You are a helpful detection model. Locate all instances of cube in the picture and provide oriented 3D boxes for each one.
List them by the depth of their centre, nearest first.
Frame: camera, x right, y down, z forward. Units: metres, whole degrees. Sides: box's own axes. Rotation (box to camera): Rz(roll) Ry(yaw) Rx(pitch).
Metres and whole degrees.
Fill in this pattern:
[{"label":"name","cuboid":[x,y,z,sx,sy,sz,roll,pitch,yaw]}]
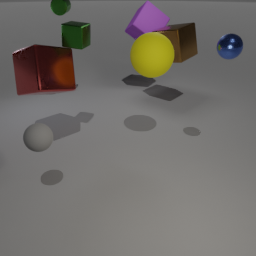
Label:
[{"label":"cube","cuboid":[-1.639,-2.952,8.890,0.700,0.700,0.700,12,30,12]},{"label":"cube","cuboid":[-2.731,-1.839,9.170,1.400,1.400,1.400,0,7,41]},{"label":"cube","cuboid":[2.100,-3.783,12.478,1.400,1.400,1.400,12,35,42]},{"label":"cube","cuboid":[0.920,-5.062,13.791,1.400,1.400,1.400,32,-4,-17]}]

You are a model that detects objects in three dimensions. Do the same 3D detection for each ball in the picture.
[{"label":"ball","cuboid":[-2.173,0.231,6.794,0.700,0.700,0.700,0,28,0]},{"label":"ball","cuboid":[2.840,-2.270,7.815,0.700,0.700,0.700,0,28,0]},{"label":"ball","cuboid":[0.765,-2.316,8.927,1.400,1.400,1.400,0,28,0]}]

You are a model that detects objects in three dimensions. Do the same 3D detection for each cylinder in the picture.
[{"label":"cylinder","cuboid":[-2.844,-5.191,11.877,0.700,0.700,0.700,2,31,4]}]
